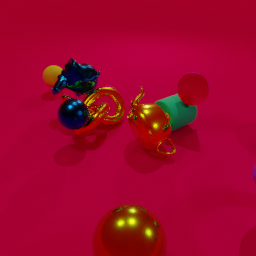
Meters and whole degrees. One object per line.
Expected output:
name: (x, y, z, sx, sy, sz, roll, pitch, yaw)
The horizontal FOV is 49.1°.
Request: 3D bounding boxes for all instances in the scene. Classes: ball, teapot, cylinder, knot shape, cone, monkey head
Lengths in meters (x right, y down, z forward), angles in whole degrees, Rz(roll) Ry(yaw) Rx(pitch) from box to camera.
ball: (0.024, 1.768, 4.335, 1.146, 1.146, 1.146, 0, 34, 0)
teapot: (0.568, -0.140, 6.943, 0.955, 1.213, 1.951, -27, 75, -11)
cylinder: (1.286, -0.438, 7.794, 0.904, 0.904, 0.904, -21, 40, -29)
ball: (-2.511, -1.748, 9.535, 0.742, 0.742, 0.742, 0, 34, 0)
ball: (-1.330, -0.336, 6.855, 0.776, 0.776, 0.776, 0, 34, 0)
knot shape: (-1.127, -0.554, 8.011, 1.744, 0.861, 1.864, 19, 38, 25)
cone: (1.855, -1.068, 7.451, 0.847, 0.847, 0.850, 20, 22, 26)
monkey head: (-1.526, -1.322, 8.280, 1.112, 1.846, 1.328, 34, 68, -15)

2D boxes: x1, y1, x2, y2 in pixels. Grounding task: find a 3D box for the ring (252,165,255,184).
ring: (2.817, 0.994, 4.416, 1.652, 0.330, 1.652, 13, 21, -5)
